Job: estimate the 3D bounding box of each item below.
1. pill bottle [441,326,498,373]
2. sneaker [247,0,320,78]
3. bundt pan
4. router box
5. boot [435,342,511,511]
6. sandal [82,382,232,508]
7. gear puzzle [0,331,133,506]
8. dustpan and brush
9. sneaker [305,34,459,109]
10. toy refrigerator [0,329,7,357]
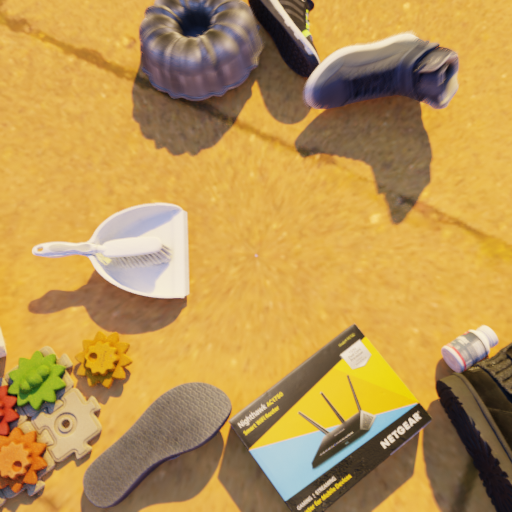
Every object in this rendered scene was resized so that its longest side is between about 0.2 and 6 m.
[{"bbox_3d":[3.449,1.480,9.018,0.806,0.482,0.482,-30,74,-11],"label":"pill bottle"},{"bbox_3d":[0.753,-4.633,10.835,1.052,0.911,2.541,-27,74,-9],"label":"sneaker"},{"bbox_3d":[-1.132,-4.183,10.537,2.429,0.912,2.429,-3,68,7],"label":"bundt pan"},{"bbox_3d":[1.104,2.528,8.579,2.483,0.634,1.852,-36,75,-11],"label":"router box"},{"bbox_3d":[4.436,2.668,8.237,2.372,1.194,3.173,-23,73,-8],"label":"boot"},{"bbox_3d":[-1.508,2.817,8.617,2.550,0.546,0.970,-35,68,-1],"label":"sandal"},{"bbox_3d":[-3.476,2.507,8.670,3.658,0.479,1.895,-35,75,-11],"label":"gear puzzle"},{"bbox_3d":[-2.423,-0.080,9.403,2.468,0.706,1.722,-5,69,2],"label":"dustpan and brush"},{"bbox_3d":[2.315,-3.092,9.906,2.583,0.982,1.866,-25,41,-9],"label":"sneaker"},{"bbox_3d":[-4.606,0.697,8.985,0.688,0.746,1.966,-15,75,-24],"label":"toy refrigerator"}]
